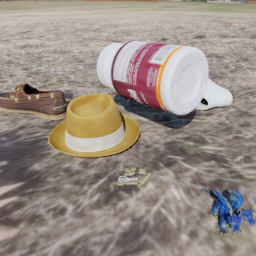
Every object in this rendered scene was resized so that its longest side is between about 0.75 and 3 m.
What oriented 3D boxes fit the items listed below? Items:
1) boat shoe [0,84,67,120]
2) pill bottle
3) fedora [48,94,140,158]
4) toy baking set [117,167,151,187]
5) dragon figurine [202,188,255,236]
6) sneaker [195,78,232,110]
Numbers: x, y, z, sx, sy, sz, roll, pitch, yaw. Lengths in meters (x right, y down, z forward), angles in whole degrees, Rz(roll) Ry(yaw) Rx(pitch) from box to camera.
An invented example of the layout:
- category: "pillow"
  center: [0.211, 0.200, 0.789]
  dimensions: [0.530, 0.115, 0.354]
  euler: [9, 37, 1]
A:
- category: "boat shoe"
  center: [-3.409, -1.049, 9.692]
  dimensions: [2.924, 1.028, 1.029]
  euler: [8, 29, 17]
- category: "pill bottle"
  center: [0.534, -1.499, 7.740]
  dimensions: [1.674, 1.674, 2.932]
  euler: [-22, 31, -36]
- category: "fedora"
  center: [-0.964, -0.248, 8.009]
  dimensions: [2.815, 1.148, 2.815]
  euler: [0, 27, 0]
- category: "toy baking set"
  center: [0.127, 1.162, 6.466]
  dimensions: [0.630, 0.095, 0.820]
  euler: [11, 29, 26]
- category: "dragon figurine"
  center: [1.845, 1.418, 5.193]
  dimensions: [0.473, 0.799, 1.607]
  euler: [0, 27, -1]
- category: "sneaker"
  center: [2.559, -1.393, 10.507]
  dimensions: [1.348, 0.859, 2.333]
  euler: [-13, 31, -29]
